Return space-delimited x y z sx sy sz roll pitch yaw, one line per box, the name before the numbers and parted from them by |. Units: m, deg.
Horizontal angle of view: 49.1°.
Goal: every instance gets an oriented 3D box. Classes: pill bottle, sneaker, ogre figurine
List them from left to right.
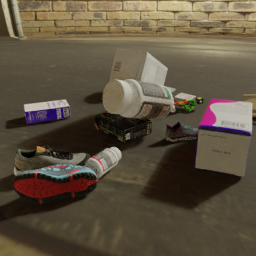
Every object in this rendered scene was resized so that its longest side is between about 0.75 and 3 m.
sneaker | -2.165 0.924 8.044 2.174 0.862 0.803 -4 22 -12
sneaker | -1.888 1.372 7.316 2.092 0.830 0.999 2 13 -17
pill bottle | -0.683 0.976 8.215 0.613 0.613 1.107 15 27 31
pill bottle | 0.366 -1.005 9.939 2.363 1.336 1.336 3 16 -43
sneaker | 2.081 0.071 10.209 1.515 0.663 0.564 -9 25 -18
ogre figurine | 2.862 -1.075 13.109 0.551 0.451 0.919 -17 14 -8

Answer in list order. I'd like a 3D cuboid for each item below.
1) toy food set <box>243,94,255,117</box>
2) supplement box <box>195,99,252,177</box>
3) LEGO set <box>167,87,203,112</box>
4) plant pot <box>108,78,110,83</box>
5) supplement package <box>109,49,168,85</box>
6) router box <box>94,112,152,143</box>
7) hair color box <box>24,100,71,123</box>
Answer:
toy food set | 5.991 -0.857 12.708 1.756 0.510 2.543 3 28 24
supplement box | 3.153 0.150 9.053 1.429 1.459 2.824 9 26 21
LEGO set | 2.083 -1.553 13.665 2.215 0.728 2.965 -30 36 -34
plant pot | -0.145 -2.647 15.325 1.762 1.762 1.655 14 42 29
supplement package | 0.527 -2.263 11.997 1.403 1.457 2.561 15 3 26
router box | -0.208 -0.133 10.771 1.383 0.573 1.846 -20 31 -38
hair color box | -3.504 -0.733 12.145 1.835 0.595 1.003 -11 25 -18
